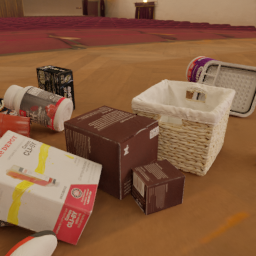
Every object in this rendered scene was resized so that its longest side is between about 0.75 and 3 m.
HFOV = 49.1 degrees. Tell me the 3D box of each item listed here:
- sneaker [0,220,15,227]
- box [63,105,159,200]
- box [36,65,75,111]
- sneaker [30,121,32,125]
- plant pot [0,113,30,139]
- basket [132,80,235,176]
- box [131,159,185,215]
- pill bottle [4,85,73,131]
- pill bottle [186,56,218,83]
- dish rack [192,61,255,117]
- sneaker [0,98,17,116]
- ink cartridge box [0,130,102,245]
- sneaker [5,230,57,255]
[{"bbox_3d":[-2.610,1.480,6.398,0.850,0.800,2.075,11,28,-17],"label":"sneaker"},{"bbox_3d":[-0.423,0.517,7.270,1.906,1.565,1.582,19,31,35],"label":"box"},{"bbox_3d":[-3.014,-1.622,11.735,1.431,1.748,0.753,17,30,33],"label":"box"},{"bbox_3d":[-3.945,0.001,9.992,0.953,0.360,0.548,-11,35,-5],"label":"sneaker"},{"bbox_3d":[-3.758,0.030,9.124,1.046,1.075,1.075,2,23,-15],"label":"plant pot"},{"bbox_3d":[1.619,-0.133,8.257,2.388,1.938,2.410,13,27,27],"label":"basket"},{"bbox_3d":[0.661,1.327,6.428,0.974,0.800,0.808,-11,27,-22],"label":"box"},{"bbox_3d":[-3.139,-0.764,9.814,2.149,1.190,1.190,19,27,6],"label":"pill bottle"},{"bbox_3d":[4.208,-2.463,13.692,1.649,1.649,2.933,-8,25,-17],"label":"pill bottle"},{"bbox_3d":[4.204,-1.616,11.791,2.535,2.176,0.552,18,-6,31],"label":"dish rack"},{"bbox_3d":[-4.948,-0.788,10.968,0.905,0.917,2.308,0,23,2],"label":"sneaker"},{"bbox_3d":[-1.817,1.141,5.754,2.257,0.941,1.638,21,25,-8],"label":"ink cartridge box"},{"bbox_3d":[-1.696,2.462,4.130,1.090,0.679,2.034,23,37,39],"label":"sneaker"}]
